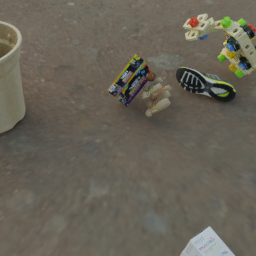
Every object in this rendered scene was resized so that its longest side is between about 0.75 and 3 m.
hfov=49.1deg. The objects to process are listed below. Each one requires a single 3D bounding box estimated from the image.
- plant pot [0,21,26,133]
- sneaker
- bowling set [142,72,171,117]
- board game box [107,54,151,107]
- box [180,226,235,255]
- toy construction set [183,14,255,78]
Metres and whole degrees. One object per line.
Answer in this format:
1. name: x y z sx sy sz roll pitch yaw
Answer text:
1. plant pot: -3.600 -1.095 6.904 2.392 2.189 2.392 1 45 -1
2. sneaker: 2.254 -1.328 8.208 1.794 0.663 0.726 26 33 6
3. bowling set: 0.635 -1.003 7.544 0.721 0.935 1.343 -31 16 23
4. board game box: 0.085 -1.232 7.526 0.340 0.990 1.198 40 94 22
5. box: 1.337 2.320 4.639 0.490 1.013 0.893 -21 51 -27
6. toy construction set: 2.850 -2.379 7.821 2.648 1.220 1.736 20 29 -33
